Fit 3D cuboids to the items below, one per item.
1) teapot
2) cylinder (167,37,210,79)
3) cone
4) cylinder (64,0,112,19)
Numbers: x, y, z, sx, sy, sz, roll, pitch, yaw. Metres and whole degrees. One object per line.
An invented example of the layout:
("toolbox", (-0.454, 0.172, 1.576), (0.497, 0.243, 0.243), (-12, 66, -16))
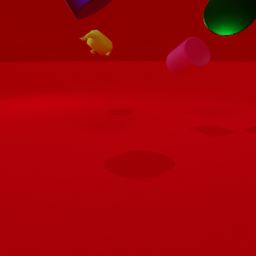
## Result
("teapot", (-1.216, -3.355, 11.177), (1.061, 0.835, 1.706), (48, 14, 32))
("cylinder", (1.805, -2.094, 8.471), (0.941, 0.941, 0.941), (-8, -9, -27))
("cone", (3.386, -3.322, 8.945), (1.594, 1.594, 1.600), (8, -7, 29))
("cylinder", (-0.990, -3.257, 6.223), (1.163, 1.163, 1.163), (-32, 10, 6))
